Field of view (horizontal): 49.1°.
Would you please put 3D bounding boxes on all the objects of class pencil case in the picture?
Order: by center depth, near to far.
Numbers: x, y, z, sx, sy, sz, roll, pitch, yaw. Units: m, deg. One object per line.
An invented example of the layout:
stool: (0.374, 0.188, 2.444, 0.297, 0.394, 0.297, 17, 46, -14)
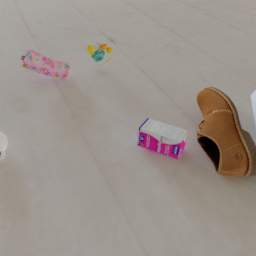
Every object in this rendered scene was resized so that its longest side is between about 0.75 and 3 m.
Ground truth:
pencil case: (-2.568, -1.969, 8.825, 1.465, 0.640, 0.640, 18, 39, -12)

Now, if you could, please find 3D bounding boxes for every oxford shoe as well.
oxford shoe: (2.055, -0.056, 6.692, 0.997, 0.998, 2.798, -6, 42, -3)

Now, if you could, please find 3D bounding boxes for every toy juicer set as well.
toy juicer set: (-0.850, -2.438, 9.198, 0.739, 1.162, 0.316, -21, 70, 5)

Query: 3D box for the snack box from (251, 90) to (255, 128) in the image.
snack box: (3.766, 0.066, 6.291, 1.748, 0.651, 2.458, 28, 40, -3)

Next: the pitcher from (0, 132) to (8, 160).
pitcher: (-3.139, 0.477, 6.442, 0.700, 0.495, 0.816, -28, 37, -2)

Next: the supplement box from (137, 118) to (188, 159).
supplement box: (0.807, 0.238, 6.612, 1.048, 0.530, 0.542, 17, 36, 21)
